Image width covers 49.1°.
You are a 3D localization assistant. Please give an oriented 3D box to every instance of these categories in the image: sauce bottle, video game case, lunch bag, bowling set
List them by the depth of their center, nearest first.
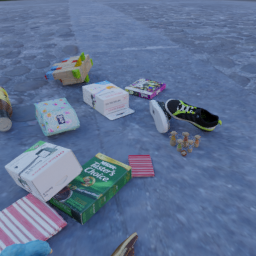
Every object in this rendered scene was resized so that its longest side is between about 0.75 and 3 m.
[{"bbox_3d":[1.933,0.521,9.329,1.074,0.576,0.747,1,31,2],"label":"bowling set"},{"bbox_3d":[-2.661,-0.373,10.484,1.295,0.927,1.521,-15,44,-28],"label":"lunch bag"},{"bbox_3d":[-5.148,-0.796,11.190,0.947,0.947,2.928,-15,37,-23],"label":"sauce bottle"},{"bbox_3d":[0.850,-1.938,13.619,1.453,0.287,1.603,19,37,29],"label":"video game case"}]

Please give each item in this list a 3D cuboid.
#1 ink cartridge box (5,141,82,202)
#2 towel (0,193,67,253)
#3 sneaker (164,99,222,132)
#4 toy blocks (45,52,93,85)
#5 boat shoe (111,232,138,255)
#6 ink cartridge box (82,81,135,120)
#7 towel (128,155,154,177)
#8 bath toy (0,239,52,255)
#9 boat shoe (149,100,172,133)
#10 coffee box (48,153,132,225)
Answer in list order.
[{"bbox_3d":[-2.267,1.070,7.491,1.751,0.736,1.278,7,40,46],"label":"ink cartridge box"},{"bbox_3d":[-2.628,2.449,6.514,1.451,0.297,1.983,25,41,34],"label":"towel"},{"bbox_3d":[2.401,-0.609,10.227,2.126,0.880,0.762,24,64,0],"label":"sneaker"},{"bbox_3d":[-3.101,-3.025,14.645,1.925,1.407,2.816,-6,32,12],"label":"toy blocks"},{"bbox_3d":[-0.070,2.728,5.992,0.423,0.424,1.175,45,34,10],"label":"boat shoe"},{"bbox_3d":[-0.845,-1.249,12.042,1.289,0.760,2.240,-21,37,-31],"label":"ink cartridge box"},{"bbox_3d":[0.398,1.169,8.723,0.727,0.113,1.005,-1,33,-5],"label":"towel"},{"bbox_3d":[-1.559,3.078,4.874,1.058,0.899,2.433,-46,43,-5],"label":"bath toy"},{"bbox_3d":[1.342,-0.539,10.915,0.629,0.763,2.222,-3,30,-6],"label":"boat shoe"},{"bbox_3d":[-0.997,1.554,7.727,1.308,0.468,2.127,21,37,31],"label":"coffee box"}]
